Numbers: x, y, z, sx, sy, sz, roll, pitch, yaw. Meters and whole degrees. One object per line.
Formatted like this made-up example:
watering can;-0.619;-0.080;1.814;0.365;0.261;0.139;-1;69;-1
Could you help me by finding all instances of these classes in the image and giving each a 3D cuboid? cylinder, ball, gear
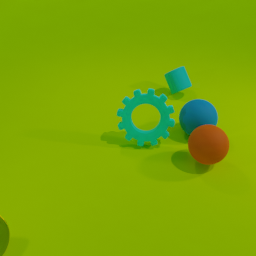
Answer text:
cylinder;1.879;-1.788;10.530;0.804;0.804;0.804;-23;3;1
ball;2.083;-0.295;8.330;1.122;1.122;1.122;0;34;0
gear;0.499;-0.291;7.871;1.595;1.595;0.295;3;14;4
ball;2.067;0.426;7.215;1.030;1.030;1.030;0;34;0

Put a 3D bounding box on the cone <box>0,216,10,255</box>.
cone;-2.862;2.051;5.252;1.005;1.005;1.008;-30;7;-37
